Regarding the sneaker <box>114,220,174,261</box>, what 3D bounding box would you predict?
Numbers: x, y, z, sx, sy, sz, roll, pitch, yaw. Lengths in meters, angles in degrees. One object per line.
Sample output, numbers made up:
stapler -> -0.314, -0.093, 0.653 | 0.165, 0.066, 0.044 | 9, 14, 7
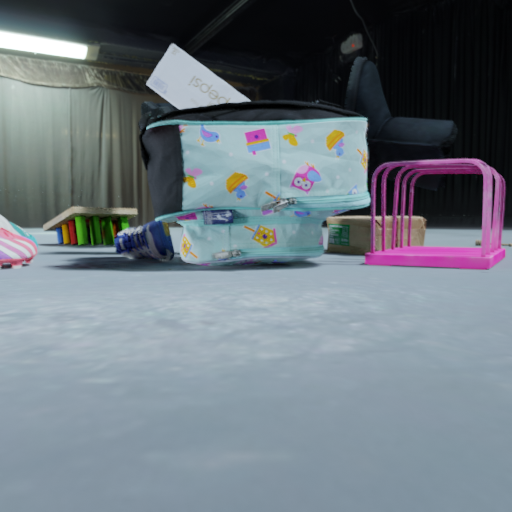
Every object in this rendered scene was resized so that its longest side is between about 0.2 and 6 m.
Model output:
sneaker -> -2.112, -0.206, 10.355 | 0.909, 0.776, 2.062 | -10, -2, -22

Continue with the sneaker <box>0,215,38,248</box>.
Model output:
sneaker -> -5.365, -0.290, 10.711 | 2.884, 1.118, 1.149 | 8, -12, 34

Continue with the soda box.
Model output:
soda box -> -0.655, -2.971, 11.622 | 3.129, 0.996, 1.066 | 37, 9, -1

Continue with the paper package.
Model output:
paper package -> 2.615, -0.467, 12.445 | 1.554, 0.844, 1.631 | -2, 5, -33

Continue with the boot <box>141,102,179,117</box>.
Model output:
boot -> -1.726, -3.696, 15.094 | 2.273, 1.033, 2.706 | -11, 17, -25

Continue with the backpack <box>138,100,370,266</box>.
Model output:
backpack -> 0.122, -1.257, 9.482 | 3.626, 2.780, 3.188 | -11, 7, -4

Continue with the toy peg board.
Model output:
toy peg board -> -4.848, -0.669, 16.521 | 2.050, 1.003, 2.042 | -2, -11, -44

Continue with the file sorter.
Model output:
file sorter -> 3.340, -0.772, 10.095 | 1.959, 1.768, 2.819 | 3, 5, 28

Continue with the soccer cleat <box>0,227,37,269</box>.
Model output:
soccer cleat -> -4.217, -0.243, 8.401 | 0.821, 0.942, 2.463 | 1, 5, 21

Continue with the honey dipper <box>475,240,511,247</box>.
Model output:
honey dipper -> 6.593, -0.327, 15.543 | 0.958, 0.182, 0.182 | 7, 7, 34

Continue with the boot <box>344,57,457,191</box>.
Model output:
boot -> 3.383, -3.128, 13.239 | 2.614, 3.111, 1.188 | 7, -9, 16
